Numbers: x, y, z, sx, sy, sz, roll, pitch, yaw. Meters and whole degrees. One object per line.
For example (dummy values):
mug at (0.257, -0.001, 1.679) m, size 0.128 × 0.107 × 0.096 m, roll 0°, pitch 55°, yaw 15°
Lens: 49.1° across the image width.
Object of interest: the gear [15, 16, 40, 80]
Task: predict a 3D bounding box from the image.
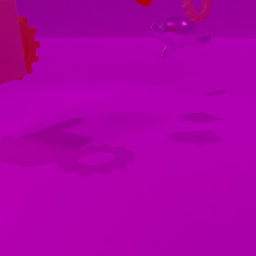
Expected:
gear at (-2.595, -1.805, 6.306) m, size 0.262 × 1.415 × 1.415 m, roll 15°, pitch 24°, yaw 24°

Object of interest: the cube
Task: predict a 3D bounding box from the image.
cube at (-2.846, -1.483, 4.830) m, size 1.383 × 1.383 × 1.383 m, roll 11°, pitch 29°, yaw 19°

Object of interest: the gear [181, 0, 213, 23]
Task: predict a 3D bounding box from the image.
gear at (2.330, -4.202, 9.420) m, size 1.232 × 1.232 × 0.228 m, roll -12°, pitch 17°, yaw -31°

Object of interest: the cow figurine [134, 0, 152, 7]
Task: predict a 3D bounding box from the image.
cow figurine at (0.083, -2.906, 4.324) m, size 1.560 × 1.585 × 0.870 m, roll 22°, pitch 32°, yaw -34°

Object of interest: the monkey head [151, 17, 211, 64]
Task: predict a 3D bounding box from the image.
monkey head at (1.168, -2.116, 6.842) m, size 1.523 × 1.096 × 0.918 m, roll 5°, pitch 13°, yaw -15°
